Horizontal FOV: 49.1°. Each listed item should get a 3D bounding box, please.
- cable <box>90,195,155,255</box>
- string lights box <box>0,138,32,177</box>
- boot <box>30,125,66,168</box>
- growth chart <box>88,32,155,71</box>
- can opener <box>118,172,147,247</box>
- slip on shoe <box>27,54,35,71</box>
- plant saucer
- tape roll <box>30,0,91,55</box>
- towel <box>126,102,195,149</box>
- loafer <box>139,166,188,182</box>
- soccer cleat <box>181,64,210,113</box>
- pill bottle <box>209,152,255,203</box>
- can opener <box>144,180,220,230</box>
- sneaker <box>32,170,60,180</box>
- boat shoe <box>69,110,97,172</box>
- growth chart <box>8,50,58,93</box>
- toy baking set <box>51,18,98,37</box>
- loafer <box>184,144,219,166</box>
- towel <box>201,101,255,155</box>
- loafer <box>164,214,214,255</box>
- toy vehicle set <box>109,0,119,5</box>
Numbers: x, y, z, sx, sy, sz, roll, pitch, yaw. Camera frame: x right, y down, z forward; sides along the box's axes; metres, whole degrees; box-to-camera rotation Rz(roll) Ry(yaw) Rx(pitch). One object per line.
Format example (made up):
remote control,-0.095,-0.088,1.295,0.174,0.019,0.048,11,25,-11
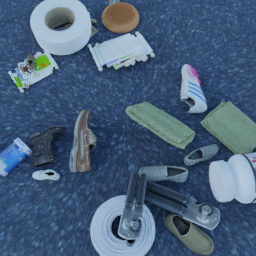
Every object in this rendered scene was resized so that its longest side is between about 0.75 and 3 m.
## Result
cable,-0.180,3.308,9.256,2.156,0.746,2.156,-23,66,-10
string lights box,-4.384,1.085,10.525,0.689,0.395,1.341,39,70,17
boot,-2.970,0.723,10.670,1.577,0.546,1.373,-21,67,1
growth chart,-0.319,-3.451,12.636,2.713,0.241,1.963,-17,62,-4
can opener,0.181,2.572,9.102,0.653,0.819,2.448,9,40,4
slip on shoe,-4.324,-2.950,12.436,0.347,0.277,0.914,-6,63,-11
plant saucer,-0.362,-5.466,13.659,1.844,0.345,1.844,1,68,-2
tape roll,-3.010,-4.669,12.773,2.638,0.923,2.638,0,68,0
towel,1.244,-0.159,10.452,2.543,1.887,0.464,34,113,16
loafer,1.281,1.587,10.096,1.761,0.614,0.616,2,48,-3
soccer cleat,2.538,-1.654,11.620,0.998,0.807,2.311,-15,65,-6
pill bottle,4.405,1.647,9.538,2.885,1.671,1.671,-6,64,-3
can opener,1.769,2.685,9.670,2.782,0.930,0.742,18,66,23
sneaker,-3.035,1.659,10.155,1.000,0.578,0.369,1,66,2
boat shoe,-1.605,0.503,10.592,0.876,0.924,2.440,6,74,-1
growth chart,-4.197,-2.610,12.434,2.145,0.190,1.552,-38,69,-17
toy baking set,-2.728,-4.800,13.415,2.508,0.292,1.925,22,66,10
loafer,2.785,0.983,10.512,1.458,0.509,0.510,-25,67,-11
towel,4.155,0.035,11.032,1.657,0.408,2.234,-39,69,-18
loafer,2.016,3.505,9.235,1.838,0.620,0.699,31,68,14
toy vehicle set,-0.698,-6.421,14.305,0.478,0.102,0.770,3,64,2
